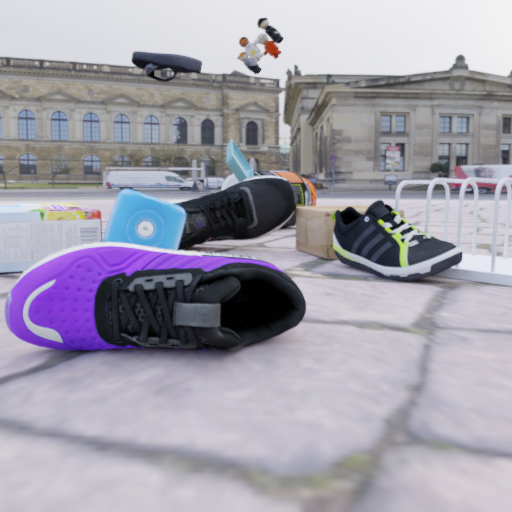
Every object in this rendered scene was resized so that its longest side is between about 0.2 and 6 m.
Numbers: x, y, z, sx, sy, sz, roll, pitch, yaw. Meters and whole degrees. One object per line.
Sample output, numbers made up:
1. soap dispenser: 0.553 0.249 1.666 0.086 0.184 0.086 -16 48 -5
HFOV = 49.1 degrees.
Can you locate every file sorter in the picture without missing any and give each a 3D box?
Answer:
1. file sorter: 3.369 -0.432 8.289 1.586 1.423 2.286 -6 9 -40

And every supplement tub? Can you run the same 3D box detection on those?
1. supplement tub: 0.430 -1.630 16.385 1.715 1.715 2.800 6 9 41

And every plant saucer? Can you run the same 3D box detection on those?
1. plant saucer: -0.400 -2.192 13.616 0.270 0.995 2.847 -33 17 7

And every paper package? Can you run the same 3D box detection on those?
1. paper package: 1.740 -0.481 10.681 1.661 0.901 1.742 -2 7 -16

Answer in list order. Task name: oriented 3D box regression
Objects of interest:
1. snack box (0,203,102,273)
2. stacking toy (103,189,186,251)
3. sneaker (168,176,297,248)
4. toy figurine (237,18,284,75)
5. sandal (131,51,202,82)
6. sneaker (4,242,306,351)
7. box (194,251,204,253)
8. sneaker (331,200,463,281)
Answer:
1. snack box: -4.269 -0.348 9.216 2.978 1.008 2.512 -5 9 -27
2. stacking toy: -2.047 -0.353 9.822 1.181 1.117 2.035 18 -9 -15
3. sneaker: -0.837 -0.680 11.063 3.307 1.252 1.448 -13 8 19
4. toy figurine: 0.047 -3.754 10.028 0.786 0.555 0.798 -42 -5 -5
5. sandal: -1.986 -3.944 11.753 0.890 0.501 2.341 3 15 -35
6. sneaker: -0.676 0.352 4.400 2.393 0.832 1.190 -3 8 -23
7. box: -1.340 0.187 7.457 1.565 0.392 0.589 -4 9 -34
8. sneaker: 1.862 -0.296 8.198 0.861 0.994 2.401 -21 18 -30
